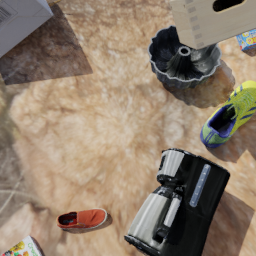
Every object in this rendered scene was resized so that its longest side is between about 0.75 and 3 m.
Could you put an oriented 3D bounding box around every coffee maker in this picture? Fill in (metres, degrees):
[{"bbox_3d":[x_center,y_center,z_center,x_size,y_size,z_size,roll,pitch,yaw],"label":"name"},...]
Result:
[{"bbox_3d":[1.536,2.213,7.218,2.564,1.798,2.670,37,68,-16],"label":"coffee maker"}]

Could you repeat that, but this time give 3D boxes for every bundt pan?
[{"bbox_3d":[1.875,-2.360,9.662,2.480,0.931,2.480,0,65,0],"label":"bundt pan"}]

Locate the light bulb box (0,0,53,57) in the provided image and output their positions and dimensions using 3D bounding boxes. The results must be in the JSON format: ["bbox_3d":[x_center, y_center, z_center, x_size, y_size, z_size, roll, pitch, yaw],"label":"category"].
[{"bbox_3d":[-4.590,-4.474,9.725,2.810,1.769,2.835,-33,67,11],"label":"light bulb box"}]

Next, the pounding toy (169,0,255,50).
[{"bbox_3d":[2.376,-3.132,6.960,2.481,1.292,2.825,-19,22,5],"label":"pounding toy"}]

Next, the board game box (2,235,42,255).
[{"bbox_3d":[-2.571,3.562,7.196,0.813,0.223,1.288,-34,69,-16],"label":"board game box"}]

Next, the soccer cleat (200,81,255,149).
[{"bbox_3d":[3.319,-0.537,8.614,0.943,1.220,2.916,40,71,17],"label":"soccer cleat"}]

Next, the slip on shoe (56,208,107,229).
[{"bbox_3d":[-1.264,2.469,7.614,1.412,0.432,0.523,-5,63,-4],"label":"slip on shoe"}]

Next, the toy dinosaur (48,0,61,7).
[{"bbox_3d":[-3.577,-4.418,10.926,1.125,0.640,2.118,34,79,2],"label":"toy dinosaur"}]

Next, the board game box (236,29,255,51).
[{"bbox_3d":[4.696,-3.746,10.401,1.436,0.401,1.406,-17,82,-8],"label":"board game box"}]
